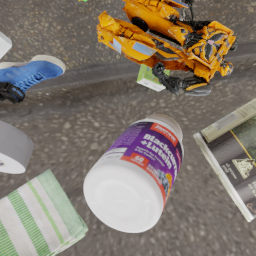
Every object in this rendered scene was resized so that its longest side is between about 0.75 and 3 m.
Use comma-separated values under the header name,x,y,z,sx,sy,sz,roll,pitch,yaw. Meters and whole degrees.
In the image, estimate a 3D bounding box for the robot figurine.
name,x,y,z,sx,sy,sz,roll,pitch,yaw
robot figurine,0.821,-1.739,5.464,2.662,0.775,1.930,29,69,14

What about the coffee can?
name,x,y,z,sx,sy,sz,roll,pitch,yaw
coffee can,3.011,0.263,5.474,2.775,2.031,2.031,-33,66,12

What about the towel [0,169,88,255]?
name,x,y,z,sx,sy,sz,roll,pitch,yaw
towel,-2.161,2.081,5.702,2.219,0.260,1.692,-32,69,-19

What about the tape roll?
name,x,y,z,sx,sy,sz,roll,pitch,yaw
tape roll,-2.631,0.314,5.215,1.632,1.632,0.539,10,65,5

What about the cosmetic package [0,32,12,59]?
name,x,y,z,sx,sy,sz,roll,pitch,yaw
cosmetic package,-4.158,-2.683,8.111,0.700,1.376,0.509,-43,43,10

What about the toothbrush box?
name,x,y,z,sx,sy,sz,roll,pitch,yaw
toothbrush box,0.744,-1.622,7.707,0.728,0.430,1.000,19,76,-22

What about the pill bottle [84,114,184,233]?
name,x,y,z,sx,sy,sz,roll,pitch,yaw
pill bottle,0.259,0.552,4.591,1.156,1.156,2.075,24,33,11

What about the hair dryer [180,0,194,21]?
name,x,y,z,sx,sy,sz,roll,pitch,yaw
hair dryer,1.872,-4.206,7.801,0.796,2.233,2.932,0,95,10

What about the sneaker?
name,x,y,z,sx,sy,sz,roll,pitch,yaw
sneaker,-2.518,-1.119,6.942,1.999,0.767,1.112,-1,64,18
